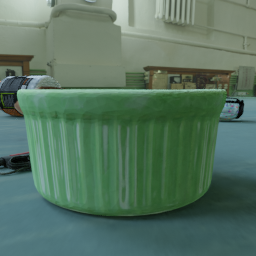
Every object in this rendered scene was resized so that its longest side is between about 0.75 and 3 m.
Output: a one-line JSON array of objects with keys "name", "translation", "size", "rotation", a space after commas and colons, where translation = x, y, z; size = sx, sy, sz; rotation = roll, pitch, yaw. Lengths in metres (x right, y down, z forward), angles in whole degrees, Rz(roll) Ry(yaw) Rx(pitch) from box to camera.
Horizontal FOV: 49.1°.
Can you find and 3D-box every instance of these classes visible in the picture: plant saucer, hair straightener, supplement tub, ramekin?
[{"name": "plant saucer", "translation": [-1.102, -0.467, 6.690], "size": [2.953, 0.540, 2.953], "rotation": [16, 11, -3]}, {"name": "hair straightener", "translation": [-1.229, 0.389, 3.985], "size": [1.639, 0.335, 0.631], "rotation": [-4, 9, -24]}, {"name": "supplement tub", "translation": [-4.103, -1.270, 11.259], "size": [2.669, 1.635, 1.635], "rotation": [5, 9, 28]}, {"name": "ramekin", "translation": [-0.060, 0.103, 3.252], "size": [2.242, 1.095, 2.242], "rotation": [0, 8, 0]}]

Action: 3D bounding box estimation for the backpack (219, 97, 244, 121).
[{"name": "backpack", "translation": [3.304, -0.626, 9.731], "size": [1.190, 0.754, 0.993], "rotation": [3, -10, 4]}]
